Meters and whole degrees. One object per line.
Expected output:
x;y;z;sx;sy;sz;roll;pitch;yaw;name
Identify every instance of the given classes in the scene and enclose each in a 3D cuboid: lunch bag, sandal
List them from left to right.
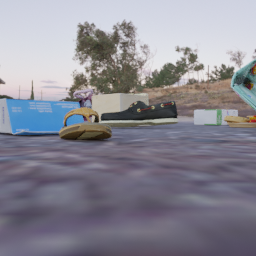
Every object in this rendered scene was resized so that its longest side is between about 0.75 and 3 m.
-0.638;-0.070;3.990;0.656;0.441;1.634;0;2;-12;sandal
4.003;-0.800;6.429;2.958;1.804;2.520;7;6;29;lunch bag

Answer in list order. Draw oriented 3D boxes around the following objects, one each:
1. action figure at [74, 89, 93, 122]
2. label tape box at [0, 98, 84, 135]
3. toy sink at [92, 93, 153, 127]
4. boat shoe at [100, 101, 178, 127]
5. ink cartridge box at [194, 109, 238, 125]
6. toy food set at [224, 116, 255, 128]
-2.362;-1.098;14.724;1.911;2.124;2.852;-6;15;5;action figure
-1.774;-0.230;5.519;1.491;0.688;2.082;-1;1;-42;label tape box
-0.076;-0.724;11.278;1.535;1.320;2.356;2;2;43;toy sink
0.337;-0.434;8.799;2.500;0.784;0.915;-5;-6;-9;boat shoe
4.376;-0.523;13.909;1.823;0.765;1.320;-1;2;-38;ink cartridge box
4.412;-0.237;10.051;1.742;0.424;1.725;0;1;32;toy food set
